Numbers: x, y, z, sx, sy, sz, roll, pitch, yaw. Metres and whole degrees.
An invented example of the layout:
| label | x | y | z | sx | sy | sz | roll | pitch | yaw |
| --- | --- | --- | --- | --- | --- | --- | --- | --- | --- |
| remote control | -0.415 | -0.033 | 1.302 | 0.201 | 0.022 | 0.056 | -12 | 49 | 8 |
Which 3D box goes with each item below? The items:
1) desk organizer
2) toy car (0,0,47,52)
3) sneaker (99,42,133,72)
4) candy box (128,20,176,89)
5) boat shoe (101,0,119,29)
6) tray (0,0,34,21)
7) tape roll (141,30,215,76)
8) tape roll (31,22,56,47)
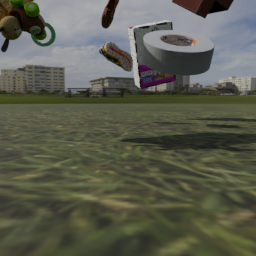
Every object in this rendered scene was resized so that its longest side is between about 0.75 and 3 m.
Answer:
| label | x | y | z | sx | sy | sz | roll | pitch | yaw |
| --- | --- | --- | --- | --- | --- | --- | --- | --- | --- |
| desk organizer | 1.564 | -2.584 | 5.618 | 0.612 | 0.657 | 1.707 | 37 | 27 | 20 |
| toy car | -2.408 | -2.141 | 6.049 | 0.845 | 1.071 | 0.879 | 31 | -22 | 10 |
| sneaker | -0.397 | -2.569 | 10.199 | 0.604 | 0.612 | 1.564 | 2 | -24 | 45 |
| candy box | 1.124 | -3.333 | 12.745 | 1.848 | 2.710 | 0.827 | -14 | 27 | -14 |
| boat shoe | -0.611 | -3.746 | 9.009 | 0.390 | 1.084 | 0.366 | 23 | 21 | -4 |
| tray | -3.056 | -3.293 | 7.480 | 1.280 | 0.480 | 2.594 | -21 | 36 | 27 |
| tape roll | 1.314 | -2.059 | 7.506 | 1.875 | 0.619 | 1.875 | 2 | 34 | -2 |
| tape roll | -3.512 | -3.883 | 11.609 | 0.981 | 0.981 | 0.236 | 0 | 20 | -4 |
